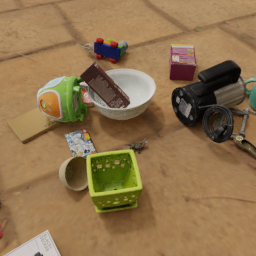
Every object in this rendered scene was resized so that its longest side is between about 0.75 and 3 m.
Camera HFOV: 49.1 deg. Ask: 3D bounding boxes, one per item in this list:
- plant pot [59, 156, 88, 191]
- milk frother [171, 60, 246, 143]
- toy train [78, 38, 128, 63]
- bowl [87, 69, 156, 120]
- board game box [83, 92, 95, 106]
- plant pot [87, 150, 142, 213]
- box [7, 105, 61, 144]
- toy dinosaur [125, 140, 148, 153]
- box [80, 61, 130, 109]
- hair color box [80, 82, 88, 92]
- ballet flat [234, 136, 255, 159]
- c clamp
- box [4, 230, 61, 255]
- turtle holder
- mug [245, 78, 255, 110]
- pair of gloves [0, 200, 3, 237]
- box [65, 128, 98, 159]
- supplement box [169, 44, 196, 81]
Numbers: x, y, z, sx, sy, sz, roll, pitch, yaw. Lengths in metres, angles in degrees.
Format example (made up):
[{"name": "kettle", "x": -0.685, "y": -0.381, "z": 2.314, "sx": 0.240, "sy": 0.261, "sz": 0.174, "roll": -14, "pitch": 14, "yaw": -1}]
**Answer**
[{"name": "plant pot", "x": -1.628, "y": 1.308, "z": 8.162, "sx": 0.653, "sy": 0.973, "sz": 0.973, "roll": -6, "pitch": 36, "yaw": 41}, {"name": "milk frother", "x": 3.147, "y": -0.793, "z": 9.556, "sx": 2.270, "sy": 2.178, "sz": 2.413, "roll": -22, "pitch": 76, "yaw": -18}, {"name": "toy train", "x": -1.131, "y": -3.873, "z": 13.138, "sx": 2.129, "sy": 0.901, "sz": 1.232, "roll": 20, "pitch": 39, "yaw": 18}, {"name": "bowl", "x": -0.210, "y": -1.062, "z": 10.183, "sx": 2.415, "sy": 1.085, "sz": 2.415, "roll": -1, "pitch": 45, "yaw": 1}, {"name": "board game box", "x": -1.335, "y": -1.137, "z": 10.903, "sx": 0.843, "sy": 0.195, "sz": 0.639, "roll": -5, "pitch": 46, "yaw": -5}, {"name": "plant pot", "x": -0.380, "y": 1.521, "z": 7.647, "sx": 1.340, "sy": 1.216, "sz": 1.333, "roll": -7, "pitch": 46, "yaw": -7}, {"name": "box", "x": -3.359, "y": -0.183, "z": 10.013, "sx": 1.498, "sy": 0.159, "sz": 1.225, "roll": -32, "pitch": 54, "yaw": -27}, {"name": "toy dinosaur", "x": 0.251, "y": 0.605, "z": 9.227, "sx": 0.790, "sy": 0.304, "sz": 0.404, "roll": -3, "pitch": 32, "yaw": 7}, {"name": "box", "x": -0.760, "y": -1.386, "z": 9.672, "sx": 0.691, "sy": 1.845, "sz": 0.924, "roll": -43, "pitch": 16, "yaw": 12}, {"name": "hair color box", "x": -1.573, "y": -1.813, "z": 11.345, "sx": 0.509, "sy": 0.307, "sz": 1.003, "roll": 13, "pitch": 35, "yaw": 15}, {"name": "ballet flat", "x": 3.958, "y": 0.633, "z": 9.067, "sx": 0.407, "sy": 0.280, "sz": 1.208, "roll": -32, "pitch": 60, "yaw": -19}, {"name": "c clamp", "x": 3.915, "y": -0.223, "z": 9.991, "sx": 1.587, "sy": 0.252, "sz": 1.857, "roll": 22, "pitch": 50, "yaw": 20}, {"name": "box", "x": -2.399, "y": 3.289, "z": 6.423, "sx": 1.744, "sy": 0.524, "sz": 1.017, "roll": -25, "pitch": 51, "yaw": -22}, {"name": "turtle holder", "x": -2.291, "y": -1.160, "z": 9.938, "sx": 1.514, "sy": 1.620, "sz": 2.132, "roll": -2, "pitch": 49, "yaw": 1}, {"name": "mug", "x": 5.247, "y": -1.309, "z": 10.384, "sx": 1.769, "sy": 1.094, "sz": 1.453, "roll": 9, "pitch": 44, "yaw": 8}, {"name": "pair of gloves", "x": -4.045, "y": 2.480, "z": 7.454, "sx": 1.290, "sy": 0.183, "sz": 1.604, "roll": -13, "pitch": 49, "yaw": -15}, {"name": "box", "x": -1.551, "y": 0.563, "z": 9.246, "sx": 0.788, "sy": 0.229, "sz": 1.151, "roll": -17, "pitch": 48, "yaw": -15}, {"name": "supplement box", "x": 2.334, "y": -2.858, "z": 12.114, "sx": 1.051, "sy": 0.829, "sz": 1.606, "roll": 5, "pitch": 46, "yaw": 5}]
